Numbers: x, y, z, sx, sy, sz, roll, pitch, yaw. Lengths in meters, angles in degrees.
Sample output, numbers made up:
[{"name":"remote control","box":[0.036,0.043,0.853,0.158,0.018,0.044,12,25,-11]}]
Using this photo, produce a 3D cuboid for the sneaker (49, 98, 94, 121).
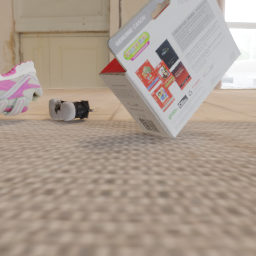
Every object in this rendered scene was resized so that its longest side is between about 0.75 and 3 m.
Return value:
[{"name":"sneaker","box":[-1.733,-0.555,8.499,0.966,0.641,1.698,-5,12,-37]}]

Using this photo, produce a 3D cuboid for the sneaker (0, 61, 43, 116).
[{"name":"sneaker","box":[-3.383,-0.863,7.775,1.121,1.215,2.755,-21,16,43]}]

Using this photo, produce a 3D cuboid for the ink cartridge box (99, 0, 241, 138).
[{"name":"ink cartridge box","box":[0.828,-1.594,5.893,2.689,2.361,1.128,-48,29,-17]}]
